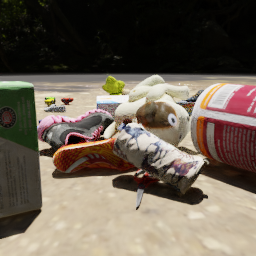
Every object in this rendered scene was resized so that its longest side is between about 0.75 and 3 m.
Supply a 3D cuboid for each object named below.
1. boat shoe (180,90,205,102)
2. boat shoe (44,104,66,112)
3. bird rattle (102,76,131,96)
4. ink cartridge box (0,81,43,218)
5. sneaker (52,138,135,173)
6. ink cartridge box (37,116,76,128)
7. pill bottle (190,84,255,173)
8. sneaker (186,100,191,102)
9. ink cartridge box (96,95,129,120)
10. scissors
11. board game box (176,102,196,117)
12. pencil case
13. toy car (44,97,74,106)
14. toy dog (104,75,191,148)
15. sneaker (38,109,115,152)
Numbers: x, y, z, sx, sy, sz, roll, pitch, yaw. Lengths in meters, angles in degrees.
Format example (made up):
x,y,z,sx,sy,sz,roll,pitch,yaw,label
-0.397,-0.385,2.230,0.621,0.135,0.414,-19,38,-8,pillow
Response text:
x,y,z,sx,sy,sz,roll,pitch,yaw,label
3.292,-1.481,13.456,1.580,0.717,0.559,0,13,1,boat shoe
-3.009,-0.824,11.518,0.934,0.320,0.336,3,13,12,boat shoe
0.086,-1.403,12.191,2.507,1.412,2.044,0,-3,-12,bird rattle
-2.424,0.321,3.468,2.384,1.733,1.043,-8,15,-31,ink cartridge box
-0.539,0.473,5.355,1.742,0.636,0.672,0,5,-10,sneaker
-1.975,-0.096,8.440,1.630,0.342,0.973,9,15,39,ink cartridge box
2.622,0.092,4.853,1.578,1.578,2.794,-10,17,-38,pill bottle
2.727,-1.047,12.359,0.342,0.373,0.891,1,13,5,sneaker
-0.477,-0.716,10.059,1.315,0.775,2.284,-2,13,-7,ink cartridge box
0.184,0.943,4.524,0.482,0.092,1.318,8,16,22,scissors
2.120,-0.587,9.776,0.939,0.635,0.162,3,9,19,board game box
0.493,0.448,4.572,1.540,0.689,0.599,28,4,25,pencil case
-3.552,-1.292,13.521,1.504,0.335,1.415,-11,17,-42,toy car
0.530,-0.215,6.334,2.210,1.590,2.279,-15,16,-9,toy dog
-1.037,0.156,6.770,2.157,0.852,1.029,-14,41,-44,sneaker
